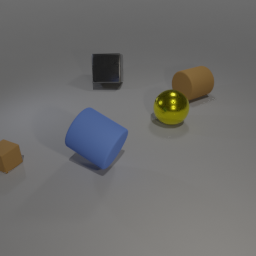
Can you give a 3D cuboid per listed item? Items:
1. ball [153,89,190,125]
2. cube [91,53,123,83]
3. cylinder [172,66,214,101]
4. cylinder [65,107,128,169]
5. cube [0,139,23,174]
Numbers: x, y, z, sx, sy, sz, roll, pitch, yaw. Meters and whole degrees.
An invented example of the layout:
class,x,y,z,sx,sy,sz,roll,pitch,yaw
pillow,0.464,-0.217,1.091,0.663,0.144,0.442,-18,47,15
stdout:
class,x,y,z,sx,sy,sz,roll,pitch,yaw
ball,1.693,-0.809,10.954,1.400,1.400,1.400,0,31,0
cube,-1.001,-3.017,14.175,1.400,1.400,1.400,0,12,5
cylinder,3.005,-2.070,13.015,1.400,1.400,1.400,-19,36,-28
cylinder,-0.934,0.307,8.477,1.400,1.400,1.400,31,39,10
cube,-3.901,0.889,8.877,0.700,0.700,0.700,15,35,23
